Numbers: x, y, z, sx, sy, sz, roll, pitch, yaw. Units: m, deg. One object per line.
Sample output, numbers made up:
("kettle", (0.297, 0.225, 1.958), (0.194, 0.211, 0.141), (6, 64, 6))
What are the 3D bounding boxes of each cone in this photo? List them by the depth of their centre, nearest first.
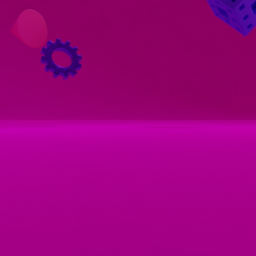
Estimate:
("cone", (-3.333, -3.054, 8.761), (1.115, 1.110, 1.110), (7, 5, 31))

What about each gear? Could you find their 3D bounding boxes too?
("gear", (-2.189, -2.270, 9.230), (1.327, 1.327, 0.245), (-1, -13, -27))

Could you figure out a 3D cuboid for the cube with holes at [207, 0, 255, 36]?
("cube with holes", (3.189, -3.780, 7.871), (1.369, 1.369, 1.369), (24, 25, -52))
